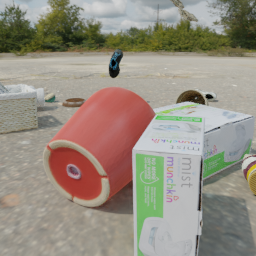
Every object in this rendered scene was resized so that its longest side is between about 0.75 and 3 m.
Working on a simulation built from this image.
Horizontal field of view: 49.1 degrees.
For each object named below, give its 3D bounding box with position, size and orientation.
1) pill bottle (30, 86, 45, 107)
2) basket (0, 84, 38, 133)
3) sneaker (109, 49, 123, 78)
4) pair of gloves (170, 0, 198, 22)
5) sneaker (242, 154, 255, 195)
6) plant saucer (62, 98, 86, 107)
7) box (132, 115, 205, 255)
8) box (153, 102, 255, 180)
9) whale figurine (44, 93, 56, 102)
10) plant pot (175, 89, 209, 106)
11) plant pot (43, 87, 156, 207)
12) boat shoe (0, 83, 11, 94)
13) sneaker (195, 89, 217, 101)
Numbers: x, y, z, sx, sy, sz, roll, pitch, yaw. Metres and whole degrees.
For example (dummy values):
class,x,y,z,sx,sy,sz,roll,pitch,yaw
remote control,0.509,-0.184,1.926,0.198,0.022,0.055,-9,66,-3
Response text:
class,x,y,z,sx,sy,sz,roll,pitch,yaw
pill bottle,-5.194,-1.450,13.687,2.116,1.195,1.195,-4,19,-14
basket,-4.751,-0.827,11.247,1.932,1.554,1.914,-12,22,-30
sneaker,-0.774,-3.221,14.593,0.668,1.826,0.748,25,54,7
pair of gloves,1.215,-2.754,6.460,0.844,0.148,0.718,53,33,11
sneaker,4.236,0.968,6.578,2.901,1.087,1.307,4,25,9
plant saucer,-2.833,-1.388,15.019,1.407,0.257,1.407,-1,18,0
box,0.785,1.027,4.803,1.016,2.101,1.854,4,20,15
box,1.775,0.228,8.276,2.909,1.406,2.567,-15,23,-37
whale figurine,-4.416,-1.595,15.556,0.831,0.431,0.661,-26,26,-3
plant pot,2.968,-0.996,12.411,1.401,1.401,1.282,11,10,29
plant pot,-0.640,0.488,6.487,2.365,2.365,2.092,9,31,26
boat shoe,-4.720,-1.069,10.991,0.734,2.040,0.670,-13,53,16
sneaker,4.131,-1.838,15.776,1.662,0.616,0.736,5,17,17
